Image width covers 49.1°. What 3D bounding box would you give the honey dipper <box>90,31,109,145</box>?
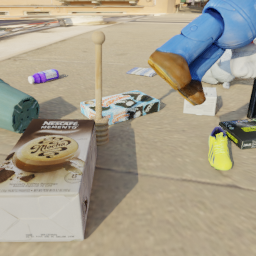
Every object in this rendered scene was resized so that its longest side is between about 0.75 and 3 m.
[{"bbox_3d":[-0.627,-0.827,6.180,0.476,2.509,0.476,3,24,-1],"label":"honey dipper"}]

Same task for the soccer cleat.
[{"bbox_3d":[1.920,0.407,5.906,0.428,0.553,1.323,4,27,8],"label":"soccer cleat"}]

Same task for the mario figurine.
[{"bbox_3d":[1.446,-1.290,3.075,1.321,2.492,1.538,41,13,-4],"label":"mario figurine"}]

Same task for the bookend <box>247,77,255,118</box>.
[{"bbox_3d":[4.882,-0.383,6.756,2.622,1.215,2.639,-6,28,-10],"label":"bookend"}]

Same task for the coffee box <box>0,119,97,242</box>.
[{"bbox_3d":[-1.294,0.723,4.844,1.318,0.930,2.331,-1,26,-1],"label":"coffee box"}]

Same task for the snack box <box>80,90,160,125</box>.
[{"bbox_3d":[-0.220,-0.620,8.176,2.020,0.375,1.174,-17,31,-30],"label":"snack box"}]

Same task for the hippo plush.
[{"bbox_3d":[3.852,-2.312,10.538,2.617,2.085,2.104,9,55,50],"label":"hippo plush"}]

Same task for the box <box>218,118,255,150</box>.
[{"bbox_3d":[2.964,0.113,6.828,1.117,0.265,1.079,-5,24,-10],"label":"box"}]

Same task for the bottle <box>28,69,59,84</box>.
[{"bbox_3d":[-3.300,-2.005,10.944,0.501,0.391,1.199,20,33,37],"label":"bottle"}]

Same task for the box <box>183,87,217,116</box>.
[{"bbox_3d":[2.142,-0.820,8.337,0.902,0.593,0.907,6,27,12],"label":"box"}]

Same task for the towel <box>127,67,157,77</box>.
[{"bbox_3d":[0.656,-2.404,12.043,1.209,0.144,0.888,12,31,26],"label":"towel"}]

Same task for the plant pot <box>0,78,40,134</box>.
[{"bbox_3d":[-3.064,-0.510,7.109,1.291,1.319,1.319,20,32,19],"label":"plant pot"}]
